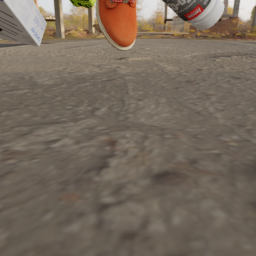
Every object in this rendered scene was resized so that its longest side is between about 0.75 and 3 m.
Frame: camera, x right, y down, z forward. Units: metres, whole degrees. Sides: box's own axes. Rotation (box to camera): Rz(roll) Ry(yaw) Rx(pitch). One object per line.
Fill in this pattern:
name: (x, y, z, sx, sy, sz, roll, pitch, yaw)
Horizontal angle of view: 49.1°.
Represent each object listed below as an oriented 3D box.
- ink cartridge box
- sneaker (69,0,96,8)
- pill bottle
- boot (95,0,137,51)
ink cartridge box: (-2.610, -2.489, 4.862, 1.371, 0.645, 2.917, 13, -10, 6)
sneaker: (-1.342, -3.927, 8.243, 1.528, 0.566, 0.638, 33, 75, 36)
pill bottle: (1.832, -4.084, 8.547, 2.266, 1.290, 1.290, 28, 5, -32)
boot: (-0.174, -2.759, 5.672, 0.857, 2.284, 1.225, -16, 14, -19)
